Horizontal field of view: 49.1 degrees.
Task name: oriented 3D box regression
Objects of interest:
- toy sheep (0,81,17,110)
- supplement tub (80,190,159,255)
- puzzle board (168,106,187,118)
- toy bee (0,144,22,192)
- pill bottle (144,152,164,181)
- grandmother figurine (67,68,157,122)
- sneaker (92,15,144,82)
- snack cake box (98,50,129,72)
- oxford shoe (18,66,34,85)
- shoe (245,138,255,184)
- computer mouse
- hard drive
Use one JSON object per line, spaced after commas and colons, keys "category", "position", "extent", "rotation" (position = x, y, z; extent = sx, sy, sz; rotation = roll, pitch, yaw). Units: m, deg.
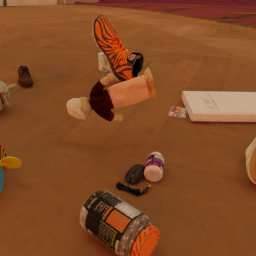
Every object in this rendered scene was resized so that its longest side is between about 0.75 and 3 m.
{"category": "toy sheep", "position": [-4.814, -1.101, 9.693], "extent": [1.987, 1.370, 1.370], "rotation": [-22, 36, -31]}
{"category": "supplement tub", "position": [-0.156, 1.758, 5.044], "extent": [1.340, 0.821, 0.821], "rotation": [24, 37, 35]}
{"category": "puzzle board", "position": [1.789, -0.582, 9.983], "extent": [0.605, 0.070, 0.802], "rotation": [7, 30, 13]}
{"category": "toy bee", "position": [-3.164, 0.899, 6.068], "extent": [1.627, 1.351, 2.485], "rotation": [-13, 32, -25]}
{"category": "pill bottle", "position": [0.659, 0.925, 6.917], "extent": [0.441, 0.441, 0.785], "rotation": [5, 29, 9]}
{"category": "grandmother figurine", "position": [-0.464, -0.779, 7.572], "extent": [2.396, 1.453, 0.726], "rotation": [-16, 25, -2]}
{"category": "sneaker", "position": [-0.254, -3.245, 11.568], "extent": [1.678, 2.996, 1.162], "rotation": [16, 55, 45]}
{"category": "snack cake box", "position": [-0.725, -3.461, 14.263], "extent": [1.556, 0.895, 0.523], "rotation": [-21, 36, -32]}
{"category": "oxford shoe", "position": [-4.648, -2.365, 12.510], "extent": [0.620, 0.720, 1.706], "rotation": [-14, 34, -26]}
{"category": "shoe", "position": [3.626, 0.668, 7.237], "extent": [0.954, 0.729, 2.730], "rotation": [47, 48, 7]}
{"category": "computer mouse", "position": [0.263, 1.174, 6.677], "extent": [0.740, 0.243, 1.054], "rotation": [18, 34, 30]}
{"category": "hard drive", "position": [3.564, -0.799, 9.986], "extent": [2.954, 0.394, 1.949], "rotation": [0, 29, -1]}
